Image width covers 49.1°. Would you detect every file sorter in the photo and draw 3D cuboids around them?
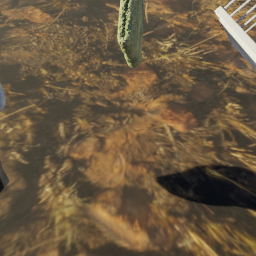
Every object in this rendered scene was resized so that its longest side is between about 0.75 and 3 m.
[{"bbox_3d":[3.001,-2.029,5.879,1.467,1.317,2.114,57,22,17],"label":"file sorter"}]

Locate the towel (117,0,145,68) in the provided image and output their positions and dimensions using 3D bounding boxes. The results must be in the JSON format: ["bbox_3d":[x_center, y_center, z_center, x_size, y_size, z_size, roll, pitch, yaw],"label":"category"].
[{"bbox_3d":[0.125,-2.557,6.432,0.369,1.499,2.021,4,80,12],"label":"towel"}]

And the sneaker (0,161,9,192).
[{"bbox_3d":[-2.591,0.865,4.228,0.841,2.250,1.195,20,58,10],"label":"sneaker"}]

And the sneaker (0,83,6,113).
[{"bbox_3d":[-3.979,-1.269,6.834,2.426,0.886,0.859,47,16,11],"label":"sneaker"}]
